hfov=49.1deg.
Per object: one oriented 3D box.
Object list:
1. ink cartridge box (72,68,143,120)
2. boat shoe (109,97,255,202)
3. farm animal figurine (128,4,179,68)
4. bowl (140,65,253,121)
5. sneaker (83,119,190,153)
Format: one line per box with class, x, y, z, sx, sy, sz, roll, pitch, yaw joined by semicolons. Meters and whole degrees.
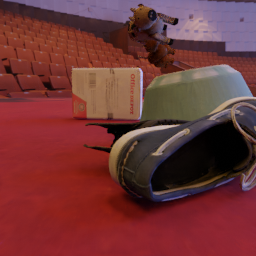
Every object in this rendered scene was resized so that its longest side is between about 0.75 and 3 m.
ink cartridge box;-0.774;-1.336;11.078;2.682;1.965;1.110;2;7;8
boat shoe;1.103;0.193;3.223;2.638;0.988;0.816;-8;14;-26
farm animal figurine;0.712;-2.819;6.313;1.279;2.544;2.054;12;40;-16
bowl;1.320;-0.465;5.613;2.559;1.338;2.559;-10;6;1
sneaker;0.575;0.209;4.131;2.237;0.672;1.167;8;-9;-30
